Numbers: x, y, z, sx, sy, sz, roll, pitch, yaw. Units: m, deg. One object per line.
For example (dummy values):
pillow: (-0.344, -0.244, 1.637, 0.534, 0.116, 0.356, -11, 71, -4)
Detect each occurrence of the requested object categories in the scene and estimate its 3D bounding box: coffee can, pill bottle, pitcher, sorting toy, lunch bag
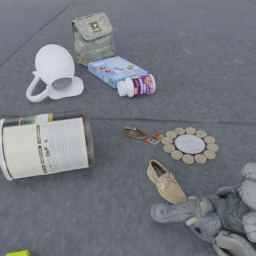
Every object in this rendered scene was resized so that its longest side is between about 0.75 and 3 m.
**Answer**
coffee can: (-2.387, 0.473, 8.541, 2.538, 1.857, 1.857, -8, 37, -10)
pill bottle: (0.359, -1.871, 12.536, 1.555, 0.866, 0.866, -12, 38, -16)
pitcher: (-3.584, -2.470, 12.848, 2.468, 1.744, 2.876, -20, 51, -10)
sorting toy: (0.966, 0.384, 10.125, 0.390, 0.137, 0.808, 28, 45, 32)
lunch bag: (-1.877, -4.833, 15.075, 1.983, 2.418, 1.421, -30, 41, -30)

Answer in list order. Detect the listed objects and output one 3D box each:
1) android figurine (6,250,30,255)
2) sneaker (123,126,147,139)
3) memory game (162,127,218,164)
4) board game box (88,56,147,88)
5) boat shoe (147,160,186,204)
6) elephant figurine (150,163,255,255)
android figurine: (-2.476, 3.330, 6.040, 1.470, 0.302, 1.338, -5, 37, -10)
sneaker: (0.262, 0.158, 10.231, 0.897, 0.339, 0.316, 9, 32, 10)
memory game: (2.177, 0.584, 9.867, 1.970, 0.125, 1.970, 1, 36, 0)
board game box: (-0.566, -2.897, 14.204, 1.941, 0.469, 2.566, -21, 41, -28)
boat shoe: (1.089, 1.565, 8.208, 0.576, 0.522, 1.617, -21, 42, -26)
elephant figurine: (2.389, 2.119, 6.615, 2.036, 2.877, 2.232, -10, 63, -43)
